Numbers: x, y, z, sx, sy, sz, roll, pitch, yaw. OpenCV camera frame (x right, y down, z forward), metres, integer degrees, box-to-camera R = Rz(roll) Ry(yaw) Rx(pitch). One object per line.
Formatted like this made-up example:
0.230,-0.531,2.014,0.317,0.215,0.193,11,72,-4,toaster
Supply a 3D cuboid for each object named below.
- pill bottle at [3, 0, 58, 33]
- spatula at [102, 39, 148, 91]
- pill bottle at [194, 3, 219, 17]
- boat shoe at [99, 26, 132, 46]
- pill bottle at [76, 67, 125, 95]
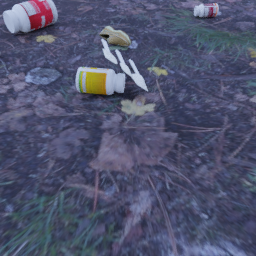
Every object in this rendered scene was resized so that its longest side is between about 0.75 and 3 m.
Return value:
-4.560,-5.252,13.131,2.229,1.251,1.251,-34,52,-31,pill bottle
-0.195,-2.252,9.659,1.853,0.214,2.665,30,20,-25,spatula
4.030,-6.071,14.470,1.132,0.639,0.639,-4,43,-4,pill bottle
-0.589,-3.881,12.224,0.693,0.652,1.819,-39,46,-17,boat shoe
-0.899,-1.568,9.449,1.549,0.860,0.860,6,43,6,pill bottle
